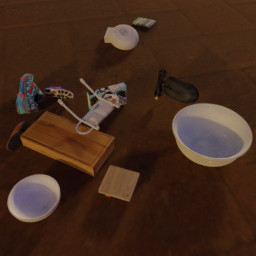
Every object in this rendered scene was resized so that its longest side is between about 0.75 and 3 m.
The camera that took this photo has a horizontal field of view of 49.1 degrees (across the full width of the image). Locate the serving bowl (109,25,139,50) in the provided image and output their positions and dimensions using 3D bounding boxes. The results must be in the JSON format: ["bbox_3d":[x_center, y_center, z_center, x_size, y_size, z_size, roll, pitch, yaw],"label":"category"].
[{"bbox_3d":[-0.179,-4.785,14.447,1.542,0.507,1.542,3,64,-7],"label":"serving bowl"}]

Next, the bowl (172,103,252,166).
[{"bbox_3d":[2.671,0.394,9.309,2.510,1.128,2.510,0,46,0],"label":"bowl"}]

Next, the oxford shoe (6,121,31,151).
[{"bbox_3d":[-3.956,0.312,9.959,0.480,0.480,1.346,-11,38,26],"label":"oxford shoe"}]

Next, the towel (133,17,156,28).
[{"bbox_3d":[0.952,-6.176,16.406,1.148,0.176,0.857,21,47,22],"label":"towel"}]

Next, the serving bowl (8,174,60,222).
[{"bbox_3d":[-2.665,2.085,8.117,1.465,0.482,1.465,0,45,0],"label":"serving bowl"}]

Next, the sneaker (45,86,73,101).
[{"bbox_3d":[-2.825,-1.536,11.646,1.276,0.514,0.532,15,42,15],"label":"sneaker"}]

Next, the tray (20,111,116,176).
[{"bbox_3d":[-2.059,0.449,9.682,2.933,0.543,1.447,19,49,19],"label":"tray"}]

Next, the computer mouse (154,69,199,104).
[{"bbox_3d":[1.820,-1.423,10.774,1.800,1.246,0.475,24,32,21],"label":"computer mouse"}]

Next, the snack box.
[{"bbox_3d":[-0.808,-1.166,10.992,1.534,0.891,0.285,-18,47,-16],"label":"snack box"}]

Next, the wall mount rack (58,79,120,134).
[{"bbox_3d":[-1.322,-0.810,9.745,1.750,0.751,2.014,27,61,27],"label":"wall mount rack"}]

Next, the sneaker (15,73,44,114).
[{"bbox_3d":[-3.900,-1.359,11.375,0.992,0.823,2.076,1,54,-10],"label":"sneaker"}]

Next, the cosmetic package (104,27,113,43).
[{"bbox_3d":[-0.455,-4.972,15.049,1.460,0.377,1.101,5,48,5],"label":"cosmetic package"}]

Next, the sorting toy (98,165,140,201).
[{"bbox_3d":[-0.259,1.734,8.554,0.984,0.345,0.990,14,47,14],"label":"sorting toy"}]
